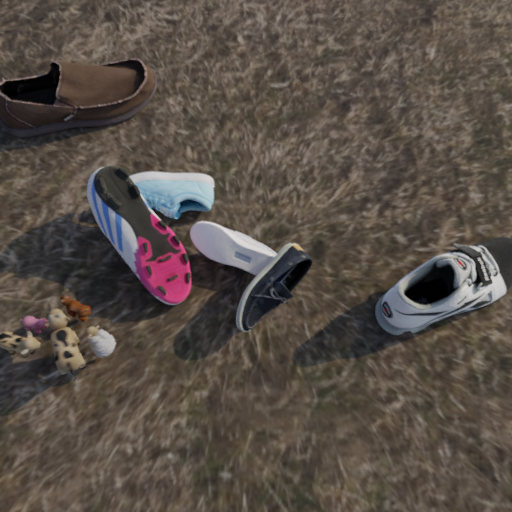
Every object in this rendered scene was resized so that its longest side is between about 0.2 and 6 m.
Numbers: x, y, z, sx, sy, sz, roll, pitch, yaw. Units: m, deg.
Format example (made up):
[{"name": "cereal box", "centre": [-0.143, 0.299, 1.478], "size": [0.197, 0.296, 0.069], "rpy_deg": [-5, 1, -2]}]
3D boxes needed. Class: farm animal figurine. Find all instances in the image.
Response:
[{"name": "farm animal figurine", "centre": [-3.604, 1.456, 9.994], "size": [1.660, 0.866, 1.642], "rpy_deg": [-34, 68, -22]}]

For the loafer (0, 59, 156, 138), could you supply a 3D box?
[{"name": "loafer", "centre": [-3.942, -3.578, 12.281], "size": [3.577, 1.270, 1.306], "rpy_deg": [-20, 68, -8]}]

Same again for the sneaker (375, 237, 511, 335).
[{"name": "sneaker", "centre": [3.856, 0.421, 10.471], "size": [3.242, 1.435, 1.201], "rpy_deg": [-27, 68, -13]}]

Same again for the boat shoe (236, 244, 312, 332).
[{"name": "boat shoe", "centre": [0.335, 0.625, 10.349], "size": [0.602, 0.722, 1.935], "rpy_deg": [30, 76, 38]}]

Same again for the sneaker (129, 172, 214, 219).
[{"name": "sneaker", "centre": [-1.911, -1.190, 11.510], "size": [2.116, 0.782, 0.867], "rpy_deg": [-5, 63, -1]}]

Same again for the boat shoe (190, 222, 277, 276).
[{"name": "boat shoe", "centre": [-0.374, -0.179, 11.100], "size": [1.896, 0.649, 0.682], "rpy_deg": [19, 106, 5]}]

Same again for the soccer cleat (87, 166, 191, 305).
[{"name": "soccer cleat", "centre": [-2.327, -0.357, 11.107], "size": [1.057, 1.307, 3.027], "rpy_deg": [-31, 92, -33]}]
